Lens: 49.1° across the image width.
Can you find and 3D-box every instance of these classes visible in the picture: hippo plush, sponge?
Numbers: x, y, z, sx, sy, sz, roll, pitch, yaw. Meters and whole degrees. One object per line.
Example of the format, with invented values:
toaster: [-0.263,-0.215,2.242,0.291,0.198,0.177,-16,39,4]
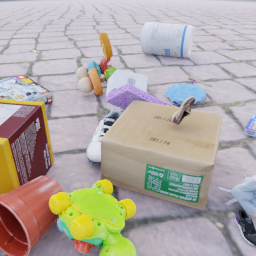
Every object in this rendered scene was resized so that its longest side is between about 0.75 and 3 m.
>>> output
hippo plush: [3.109,1.646,7.027,1.149,0.915,0.923,-30,-12,38]
sponge: [0.412,-0.817,9.684,2.119,1.182,0.316,24,60,-35]

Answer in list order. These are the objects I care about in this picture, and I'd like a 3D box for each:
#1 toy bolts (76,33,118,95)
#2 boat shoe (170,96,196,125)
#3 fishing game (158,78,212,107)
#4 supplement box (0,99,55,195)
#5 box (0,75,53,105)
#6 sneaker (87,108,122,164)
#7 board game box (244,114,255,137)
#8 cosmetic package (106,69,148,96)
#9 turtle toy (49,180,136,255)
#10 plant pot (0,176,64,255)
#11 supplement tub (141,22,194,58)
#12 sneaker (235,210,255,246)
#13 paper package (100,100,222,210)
toy bolts: [-1.632,-2.921,13.168,1.897,2.612,2.735,-17,15,-6]
boat shoe: [1.537,-0.446,7.464,0.947,0.342,0.341,-44,54,-17]
fishing game: [2.585,-1.477,12.443,1.795,0.390,2.507,26,47,36]
supplement box: [-3.081,0.623,7.264,1.389,2.064,2.093,5,31,8]
box: [-4.834,-1.537,12.316,1.898,0.553,2.772,-24,38,-34]
sneaker: [-0.719,0.211,9.097,0.918,0.926,2.554,7,33,10]
board game box: [4.956,0.007,10.049,1.255,0.259,1.258,18,35,27]
cosmetic package: [-0.061,-1.488,10.089,1.170,0.721,1.174,9,-10,-17]
turtle toy: [-0.634,2.043,5.833,1.556,1.079,2.135,-8,30,-43]
plant pot: [-2.162,1.815,6.144,1.402,1.402,1.364,16,26,24]
supplement tub: [2.498,-5.532,17.596,2.983,1.968,1.968,10,33,18]
sneaker: [2.686,2.216,6.277,0.318,0.368,0.840,-7,32,-11]
paper package: [0.993,0.565,7.928,2.898,1.499,2.762,12,33,17]
